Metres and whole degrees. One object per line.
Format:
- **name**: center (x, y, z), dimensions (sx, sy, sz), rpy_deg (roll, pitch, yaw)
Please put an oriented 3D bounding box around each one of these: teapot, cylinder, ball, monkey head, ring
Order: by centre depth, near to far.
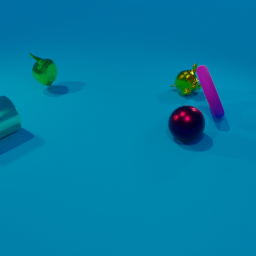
- **ball**: center (1.624, -0.124, 7.782), dimensions (1.017, 1.017, 1.017), rpy_deg (0, 34, 0)
- **cylinder**: center (-3.760, -0.226, 7.849), dimensions (1.079, 1.079, 1.079), rpy_deg (26, 43, 33)
- **ring**: center (2.568, -1.127, 8.723), dimensions (0.348, 1.738, 1.738), rpy_deg (-22, 30, 18)
- **monkey head**: center (2.201, -1.678, 10.103), dimensions (1.003, 1.394, 0.840), rpy_deg (-14, 70, -41)
- **teapot**: center (-3.105, -2.098, 10.213), dimensions (0.776, 1.586, 0.986), rpy_deg (14, 60, 15)
